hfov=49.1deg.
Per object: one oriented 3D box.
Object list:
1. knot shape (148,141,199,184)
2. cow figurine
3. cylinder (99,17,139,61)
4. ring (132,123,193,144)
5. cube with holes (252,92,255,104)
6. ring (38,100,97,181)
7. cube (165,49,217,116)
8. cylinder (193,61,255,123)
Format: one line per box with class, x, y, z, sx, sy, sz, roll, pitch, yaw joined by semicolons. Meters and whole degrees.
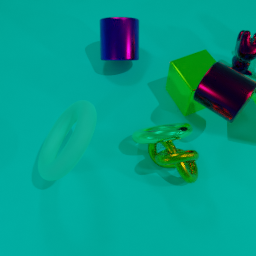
knot shape;0.942;0.610;6.127;1.273;1.360;0.629;29;83;35
cow figurine;3.055;-1.868;7.332;0.720;1.291;1.312;13;22;12
cylinder;-0.229;-2.408;7.678;1.078;1.078;1.078;0;14;0
ring;0.766;0.110;6.317;1.374;1.374;0.275;-10;94;-6
cube with holes;3.817;-0.627;6.265;1.266;1.266;1.266;25;36;-21
ring;-1.232;0.222;5.596;0.351;1.753;1.753;33;55;-28
cube;1.714;-1.147;7.162;1.065;1.065;1.065;-21;61;-13
cylinder;2.007;-0.740;5.789;0.944;0.944;0.944;37;65;19
